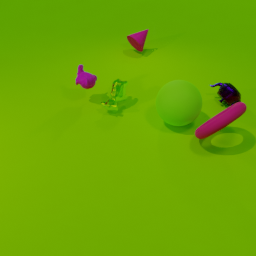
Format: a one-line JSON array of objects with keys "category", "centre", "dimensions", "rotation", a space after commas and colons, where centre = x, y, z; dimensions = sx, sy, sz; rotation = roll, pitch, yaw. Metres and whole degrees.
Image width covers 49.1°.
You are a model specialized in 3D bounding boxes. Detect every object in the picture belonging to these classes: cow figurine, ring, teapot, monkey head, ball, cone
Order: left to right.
[{"category": "monkey head", "centre": [-1.362, -1.667, 9.159], "dimensions": [0.639, 0.762, 1.060], "rotation": [9, 20, 9]}, {"category": "cow figurine", "centre": [-0.414, -1.053, 9.059], "dimensions": [0.588, 1.072, 1.055], "rotation": [15, 20, 24]}, {"category": "cone", "centre": [0.599, -4.021, 12.298], "dimensions": [0.936, 0.932, 0.932], "rotation": [-48, 53, -5]}, {"category": "ball", "centre": [1.501, -0.737, 8.297], "dimensions": [1.360, 1.360, 1.360], "rotation": [0, 40, 0]}, {"category": "ring", "centre": [2.482, -0.194, 7.558], "dimensions": [1.531, 1.531, 0.306], "rotation": [-31, 85, -32]}, {"category": "teapot", "centre": [3.273, -1.107, 9.294], "dimensions": [0.639, 0.812, 1.305], "rotation": [-42, 73, 11]}]
